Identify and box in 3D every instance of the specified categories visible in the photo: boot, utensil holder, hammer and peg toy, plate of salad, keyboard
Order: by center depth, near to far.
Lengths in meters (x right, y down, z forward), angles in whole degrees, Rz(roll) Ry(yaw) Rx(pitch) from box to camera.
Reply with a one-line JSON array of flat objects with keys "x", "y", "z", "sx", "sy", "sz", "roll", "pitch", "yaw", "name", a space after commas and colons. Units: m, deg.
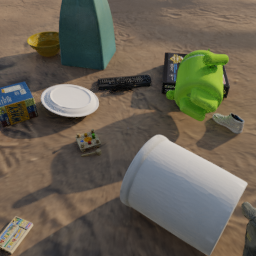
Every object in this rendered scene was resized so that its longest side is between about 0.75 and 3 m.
[{"x": 1.210, "y": 1.408, "z": 6.152, "sx": 2.147, "sy": 1.825, "sz": 1.825, "roll": 27, "pitch": 48, "yaw": 26, "name": "utensil holder"}, {"x": -1.168, "y": 0.452, "z": 8.351, "sx": 0.677, "sy": 0.325, "sz": 0.921, "roll": -16, "pitch": 44, "yaw": -17, "name": "hammer and peg toy"}, {"x": 3.261, "y": -0.306, "z": 9.058, "sx": 0.406, "sy": 0.527, "sz": 1.104, "roll": -30, "pitch": 49, "yaw": -29, "name": "boot"}, {"x": -2.016, "y": -0.920, "z": 9.795, "sx": 1.981, "sy": 0.476, "sz": 1.981, "roll": 10, "pitch": 38, "yaw": -8, "name": "plate of salad"}, {"x": -0.106, "y": -1.854, "z": 10.922, "sx": 2.110, "sy": 0.418, "sz": 1.098, "roll": -7, "pitch": 42, "yaw": -6, "name": "keyboard"}]

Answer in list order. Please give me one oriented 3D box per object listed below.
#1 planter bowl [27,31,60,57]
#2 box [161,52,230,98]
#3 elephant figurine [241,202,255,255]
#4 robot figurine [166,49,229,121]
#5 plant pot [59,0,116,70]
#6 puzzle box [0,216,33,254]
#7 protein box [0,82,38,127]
[{"x": -3.682, "y": -3.760, "z": 12.846, "sx": 1.720, "sy": 0.716, "sz": 1.720, "roll": 0, "pitch": 41, "yaw": 0, "name": "planter bowl"}, {"x": 2.610, "y": -2.153, "z": 11.129, "sx": 2.430, "sy": 0.608, "sz": 2.448, "roll": 5, "pitch": 42, "yaw": 7, "name": "box"}, {"x": 3.470, "y": 2.603, "z": 5.287, "sx": 2.297, "sy": 1.782, "sz": 1.625, "roll": 9, "pitch": -2, "yaw": -5, "name": "elephant figurine"}, {"x": 2.310, "y": -1.469, "z": 9.079, "sx": 1.469, "sy": 2.228, "sz": 2.539, "roll": 25, "pitch": 52, "yaw": -13, "name": "robot figurine"}, {"x": -1.730, "y": -4.284, "z": 11.857, "sx": 1.988, "sy": 2.815, "sz": 1.990, "roll": 9, "pitch": 42, "yaw": 10, "name": "plant pot"}, {"x": -2.573, "y": 2.396, "z": 6.315, "sx": 0.500, "sy": 0.096, "sz": 0.752, "roll": 16, "pitch": 43, "yaw": 16, "name": "puzzle box"}, {"x": -3.838, "y": -0.825, "z": 9.441, "sx": 1.180, "sy": 0.796, "sz": 1.171, "roll": -21, "pitch": 45, "yaw": -22, "name": "protein box"}]
